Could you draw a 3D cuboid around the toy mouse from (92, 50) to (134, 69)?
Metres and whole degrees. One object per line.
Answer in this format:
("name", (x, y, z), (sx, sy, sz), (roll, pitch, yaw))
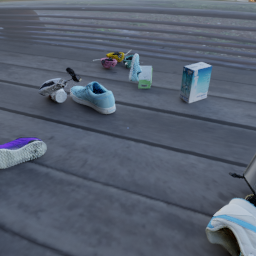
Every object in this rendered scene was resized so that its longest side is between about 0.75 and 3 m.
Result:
("toy mouse", (-0.492, -3.605, 15.363), (2.691, 0.521, 2.391), (-14, 33, -21))

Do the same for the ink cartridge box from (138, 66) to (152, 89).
("ink cartridge box", (0.807, -2.318, 13.043), (0.584, 1.124, 0.333), (2, -12, 9))

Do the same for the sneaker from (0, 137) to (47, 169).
("sneaker", (-3.349, 0.653, 8.236), (1.731, 0.602, 0.861), (-11, 26, -26))

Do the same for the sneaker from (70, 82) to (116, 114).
("sneaker", (-1.433, -1.464, 11.264), (2.536, 1.039, 0.937), (24, 37, 34))

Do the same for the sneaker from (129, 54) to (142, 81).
("sneaker", (0.418, -2.702, 12.648), (0.517, 1.261, 0.466), (12, 5, 17))

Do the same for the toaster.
("toaster", (3.754, 1.266, 6.053), (2.140, 1.270, 1.935), (8, 28, -14))

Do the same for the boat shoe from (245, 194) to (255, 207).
("boat shoe", (3.217, 1.805, 6.415), (1.002, 0.361, 0.325), (16, 19, 15))

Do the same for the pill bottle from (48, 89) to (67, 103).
("pill bottle", (-3.032, -1.471, 11.705), (0.599, 0.599, 1.049), (-22, 38, -33))

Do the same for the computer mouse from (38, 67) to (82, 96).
("computer mouse", (-2.683, -1.749, 10.689), (1.754, 0.385, 0.962), (-22, -16, 14))

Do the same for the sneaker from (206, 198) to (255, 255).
("sneaker", (2.638, 2.375, 5.021), (1.056, 1.000, 2.615), (-27, 33, -26))

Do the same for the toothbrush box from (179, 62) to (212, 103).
("toothbrush box", (2.783, -1.871, 11.550), (1.058, 1.445, 0.616), (-19, 37, -28))
